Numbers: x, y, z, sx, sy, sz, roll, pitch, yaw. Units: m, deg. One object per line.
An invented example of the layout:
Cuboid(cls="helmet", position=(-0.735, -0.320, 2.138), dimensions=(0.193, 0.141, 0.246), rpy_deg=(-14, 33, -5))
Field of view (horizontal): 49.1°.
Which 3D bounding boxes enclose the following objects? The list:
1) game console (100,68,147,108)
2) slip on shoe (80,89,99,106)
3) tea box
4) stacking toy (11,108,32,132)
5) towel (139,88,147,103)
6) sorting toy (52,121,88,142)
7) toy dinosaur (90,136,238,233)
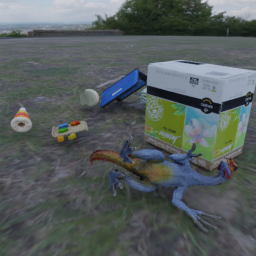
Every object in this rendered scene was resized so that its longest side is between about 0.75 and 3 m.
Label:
Cuboid(cls="game console", position=(-0.036, -1.290, 10.286), dimensions=(1.713, 1.013, 1.462), rpy_deg=(-31, 32, 27))
Cuboid(cls="slip on shoe", position=(-1.271, -1.060, 9.789), dimensions=(0.489, 0.591, 1.597), rpy_deg=(-14, 6, -21))
Cuboid(cls="tea box", position=(1.679, -0.459, 6.983), dimensions=(1.452, 2.138, 2.173), rpy_deg=(-17, 27, -38))
Cuboid(cls="stacking toy", position=(-3.006, -0.299, 7.977), dimensions=(0.551, 0.551, 0.754), rpy_deg=(-4, 42, -11))
Cuboid(cls="towel", position=(1.323, -1.022, 10.088), dimensions=(1.593, 0.383, 1.363), rpy_deg=(32, 32, 13))
Cuboid(cls="sorting toy", position=(-1.540, 0.041, 7.423), dimensions=(0.946, 0.170, 1.270), rpy_deg=(-11, 17, -10))
Cuboid(cls="toy dinosaur", position=(0.820, 0.678, 5.251), dimensions=(2.213, 1.280, 2.439), rpy_deg=(8, 16, -33))
